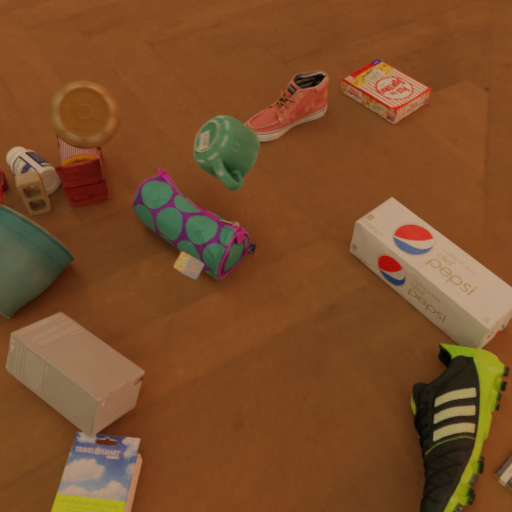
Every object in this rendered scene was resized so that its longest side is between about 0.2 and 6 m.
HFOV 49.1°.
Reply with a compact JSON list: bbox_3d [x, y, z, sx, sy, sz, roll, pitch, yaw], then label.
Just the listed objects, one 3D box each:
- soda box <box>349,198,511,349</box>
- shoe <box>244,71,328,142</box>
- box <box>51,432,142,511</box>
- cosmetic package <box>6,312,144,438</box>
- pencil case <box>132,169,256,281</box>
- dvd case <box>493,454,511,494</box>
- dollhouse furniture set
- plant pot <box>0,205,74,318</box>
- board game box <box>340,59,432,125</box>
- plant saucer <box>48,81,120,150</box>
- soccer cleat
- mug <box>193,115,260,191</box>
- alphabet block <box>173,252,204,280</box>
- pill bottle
[{"bbox_3d":[2.994,0.282,9.686,0.981,0.917,2.880,-32,58,-23],"label":"soda box"},{"bbox_3d":[0.658,-3.378,12.497,2.218,1.009,0.793,-26,56,-19],"label":"shoe"},{"bbox_3d":[-2.199,3.307,7.643,0.999,0.390,1.638,5,52,4],"label":"box"},{"bbox_3d":[-2.727,1.730,8.430,1.878,0.847,1.003,33,29,21],"label":"cosmetic package"},{"bbox_3d":[-1.183,-0.582,10.240,2.347,1.084,0.999,34,20,23],"label":"pencil case"},{"bbox_3d":[4.466,3.297,7.813,1.342,0.144,1.805,-35,59,-24],"label":"dvd case"},{"bbox_3d":[-4.398,-1.685,11.097,2.752,1.119,1.481,-14,53,-11],"label":"dollhouse furniture set"},{"bbox_3d":[-4.175,0.189,9.482,1.569,1.569,1.474,25,70,18],"label":"plant pot"},{"bbox_3d":[3.070,-3.933,13.323,1.285,0.393,1.697,-35,60,-24],"label":"board game box"},{"bbox_3d":[-2.657,-2.205,8.675,1.081,0.191,1.081,0,89,-13],"label":"plant saucer"},{"bbox_3d":[2.701,2.523,8.013,1.202,1.002,2.967,14,48,28],"label":"soccer cleat"},{"bbox_3d":[-0.508,-1.765,9.236,1.008,0.759,1.227,-57,42,8],"label":"mug"},{"bbox_3d":[-0.886,0.129,7.376,0.260,0.256,0.254,26,84,54],"label":"alphabet block"},{"bbox_3d":[-4.592,-1.769,11.477,1.157,0.643,0.643,36,60,26],"label":"pill bottle"}]
